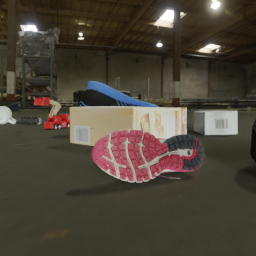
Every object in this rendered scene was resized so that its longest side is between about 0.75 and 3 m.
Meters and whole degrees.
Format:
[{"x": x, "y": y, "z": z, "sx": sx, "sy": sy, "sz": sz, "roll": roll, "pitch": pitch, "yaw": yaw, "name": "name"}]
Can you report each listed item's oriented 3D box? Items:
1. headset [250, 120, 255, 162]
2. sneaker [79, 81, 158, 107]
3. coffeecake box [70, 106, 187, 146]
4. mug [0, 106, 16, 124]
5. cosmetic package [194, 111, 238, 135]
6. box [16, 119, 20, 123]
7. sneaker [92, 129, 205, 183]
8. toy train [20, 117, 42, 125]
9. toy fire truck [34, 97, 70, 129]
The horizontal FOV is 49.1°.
[{"x": 2.343, "y": -0.118, "z": 3.349, "sx": 1.672, "sy": 1.272, "sz": 2.707, "roll": 2, "pitch": 16, "yaw": 17, "name": "headset"}, {"x": 0.004, "y": -0.277, "z": 8.068, "sx": 2.933, "sy": 1.143, "sz": 1.029, "roll": 21, "pitch": -9, "yaw": -10, "name": "sneaker"}, {"x": 0.084, "y": -0.078, "z": 6.035, "sx": 1.619, "sy": 0.771, "sz": 2.109, "roll": 3, "pitch": 5, "yaw": 37, "name": "coffeecake box"}, {"x": -5.446, "y": -0.474, "z": 12.413, "sx": 0.994, "sy": 0.734, "sz": 0.872, "roll": 31, "pitch": 3, "yaw": -24, "name": "mug"}, {"x": 2.505, "y": -0.184, "z": 8.202, "sx": 0.915, "sy": 0.658, "sz": 1.622, "roll": -2, "pitch": 5, "yaw": 1, "name": "cosmetic package"}, {"x": -4.887, "y": -0.350, "z": 13.620, "sx": 0.723, "sy": 0.183, "sz": 1.011, "roll": 0, "pitch": 3, "yaw": 9, "name": "box"}, {"x": 0.212, "y": 0.329, "z": 3.017, "sx": 1.299, "sy": 0.524, "sz": 0.485, "roll": 6, "pitch": -14, "yaw": -30, "name": "sneaker"}, {"x": -4.258, "y": -0.305, "z": 12.334, "sx": 0.433, "sy": 0.322, "sz": 1.889, "roll": 12, "pitch": -5, "yaw": -41, "name": "toy train"}, {"x": -2.534, "y": -0.505, "z": 9.660, "sx": 0.374, "sy": 1.083, "sz": 1.536, "roll": 3, "pitch": 6, "yaw": 26, "name": "toy fire truck"}]
